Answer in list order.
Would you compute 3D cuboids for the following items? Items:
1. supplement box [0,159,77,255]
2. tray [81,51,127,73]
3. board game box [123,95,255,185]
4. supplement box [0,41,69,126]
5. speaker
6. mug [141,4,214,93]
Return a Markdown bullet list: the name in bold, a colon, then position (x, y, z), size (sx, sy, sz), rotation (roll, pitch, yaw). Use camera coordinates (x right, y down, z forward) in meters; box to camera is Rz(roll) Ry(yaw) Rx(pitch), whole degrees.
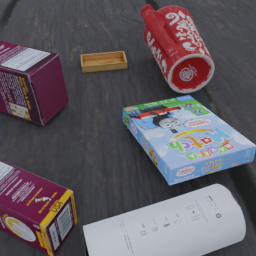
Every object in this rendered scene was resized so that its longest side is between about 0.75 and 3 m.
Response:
- **supplement box**: position (-2.117, 1.504, 5.532), size (2.031, 1.121, 0.870), rotation (18, 43, 17)
- **tray**: position (-0.865, -2.369, 10.011), size (1.589, 0.294, 0.784), rotation (-6, 45, -7)
- **board game box**: position (1.315, 0.103, 6.920), size (2.108, 0.510, 2.787), rotation (-12, 34, -17)
- **supplement box**: position (-3.360, -1.405, 7.981), size (2.960, 1.633, 1.268), rotation (17, 45, 19)
- **speaker**: position (0.622, 1.940, 5.123), size (2.811, 1.141, 1.141), rotation (-14, 47, -14)
- **mug**: position (1.350, -2.502, 8.853), size (2.331, 1.752, 2.626), rotation (7, 45, -21)
